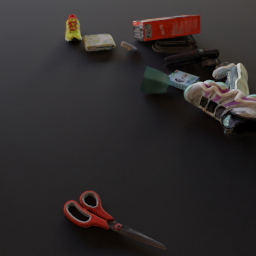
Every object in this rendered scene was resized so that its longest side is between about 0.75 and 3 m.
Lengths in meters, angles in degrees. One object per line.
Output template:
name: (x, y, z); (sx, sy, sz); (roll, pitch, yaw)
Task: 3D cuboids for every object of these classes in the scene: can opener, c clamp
can opener: (2.631, -2.835, 11.449); (2.341, 0.742, 0.920); (-3, 42, -4)
c clamp: (2.192, -3.827, 12.932); (2.408, 0.326, 2.058); (-7, 38, -11)

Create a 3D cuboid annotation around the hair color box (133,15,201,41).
hair color box: (1.835, -4.803, 13.359); (2.882, 0.883, 1.463); (-13, 24, -15)

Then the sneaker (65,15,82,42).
sneaker: (-2.728, -4.920, 13.742); (0.796, 0.920, 2.037); (-7, 43, -10)

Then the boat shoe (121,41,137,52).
boat shoe: (0.025, -3.634, 12.741); (0.791, 0.337, 0.292); (16, 28, -27)

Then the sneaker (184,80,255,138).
sneaker: (2.892, -0.460, 8.436); (2.712, 1.054, 1.897); (14, 42, 17)

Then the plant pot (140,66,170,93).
plant pot: (0.999, -1.659, 10.132); (0.941, 0.665, 0.665); (15, 50, 1)

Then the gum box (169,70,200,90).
gum box: (2.058, -1.818, 10.657); (1.016, 0.226, 0.863); (26, 47, 27)

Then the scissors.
scissors: (-0.384, 2.174, 6.096); (2.390, 0.167, 0.874); (30, 46, 28)

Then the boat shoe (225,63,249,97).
boat shoe: (3.897, -1.515, 10.152); (0.663, 0.782, 2.147); (-26, 30, 41)

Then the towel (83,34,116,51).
towel: (-1.366, -4.001, 13.138); (1.400, 0.337, 1.198); (-9, 44, -10)

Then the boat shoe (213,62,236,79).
boat shoe: (3.680, -2.316, 11.044); (1.376, 0.494, 0.466); (-28, 48, -32)
